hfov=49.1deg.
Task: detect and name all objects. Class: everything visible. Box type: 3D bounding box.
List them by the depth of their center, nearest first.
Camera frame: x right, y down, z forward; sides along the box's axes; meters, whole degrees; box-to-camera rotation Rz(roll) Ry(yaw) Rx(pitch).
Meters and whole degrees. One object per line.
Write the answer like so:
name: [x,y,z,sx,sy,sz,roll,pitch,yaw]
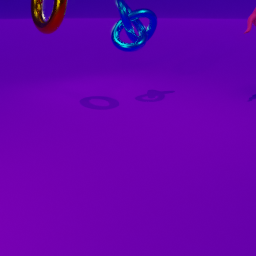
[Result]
ring: [-2.086,-3.286,7.302,0.324,1.618,1.618,-5,21,-44]
teapot: [4.151,-3.166,8.055,1.858,0.910,1.155,-13,-11,1]
knot shape: [0.092,-3.252,8.597,1.696,1.587,0.784,-43,22,-30]
